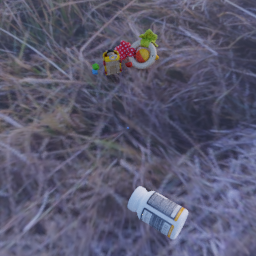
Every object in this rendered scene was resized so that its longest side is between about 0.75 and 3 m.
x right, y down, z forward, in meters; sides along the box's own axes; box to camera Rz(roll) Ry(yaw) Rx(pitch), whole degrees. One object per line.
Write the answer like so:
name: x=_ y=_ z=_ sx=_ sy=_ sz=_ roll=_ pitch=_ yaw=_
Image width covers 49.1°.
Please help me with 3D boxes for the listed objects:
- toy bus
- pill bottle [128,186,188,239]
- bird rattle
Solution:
toy bus: x=-0.461 y=-1.886 z=7.730 sx=0.974 sy=1.032 sz=0.533 roll=3 pitch=68 yaw=-48
pill bottle: x=0.558 y=1.582 z=5.338 sx=1.047 sy=0.609 sz=0.609 roll=27 pitch=60 yaw=23
bird rattle: x=0.320 y=-2.235 z=8.178 sx=1.298 sy=0.731 sz=1.058 roll=-28 pitch=79 yaw=5
